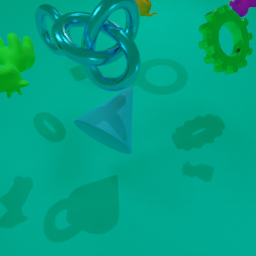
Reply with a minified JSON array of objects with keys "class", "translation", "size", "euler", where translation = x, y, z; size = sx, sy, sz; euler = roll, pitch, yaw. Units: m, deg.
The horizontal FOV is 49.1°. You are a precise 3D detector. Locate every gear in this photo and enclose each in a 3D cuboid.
[{"class":"gear","translation":[2.593,-2.295,7.367],"size":[1.700,1.700,0.314],"euler":[-34,17,-24]}]

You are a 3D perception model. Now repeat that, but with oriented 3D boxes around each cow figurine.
[{"class":"cow figurine","translation":[2.605,-2.735,5.801],"size":[0.861,0.875,0.480],"euler":[20,12,14]},{"class":"cow figurine","translation":[-2.249,-1.251,5.637],"size":[0.668,1.197,1.216],"euler":[-11,10,14]}]

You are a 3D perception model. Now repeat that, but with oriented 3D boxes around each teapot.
[{"class":"teapot","translation":[0.473,-3.893,8.836],"size":[1.162,0.569,0.722],"euler":[50,35,-1]}]

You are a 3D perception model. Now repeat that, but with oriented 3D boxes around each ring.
[{"class":"ring","translation":[-1.977,-2.568,7.431],"size":[1.383,1.383,0.277],"euler":[36,56,25]}]

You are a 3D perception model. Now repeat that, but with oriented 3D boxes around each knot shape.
[{"class":"knot shape","translation":[-0.362,-1.675,5.128],"size":[1.623,1.734,0.801],"euler":[-52,20,-3]}]

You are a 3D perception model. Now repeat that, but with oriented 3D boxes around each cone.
[{"class":"cone","translation":[-0.227,-0.384,6.328],"size":[1.436,1.436,1.441],"euler":[24,74,18]}]
